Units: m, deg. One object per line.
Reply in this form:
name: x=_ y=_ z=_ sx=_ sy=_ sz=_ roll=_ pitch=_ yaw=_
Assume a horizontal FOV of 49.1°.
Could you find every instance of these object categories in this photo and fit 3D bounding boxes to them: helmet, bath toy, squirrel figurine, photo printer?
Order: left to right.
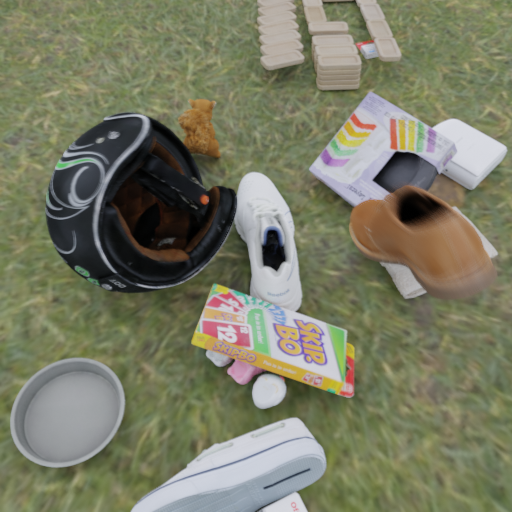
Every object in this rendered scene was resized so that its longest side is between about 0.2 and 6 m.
helmet: x=-1.919 y=-0.844 z=8.898 sx=2.844 sy=2.844 sz=2.712 roll=-34 pitch=28 yaw=-22
squirrel figurine: x=-1.073 y=-2.509 z=10.830 sx=0.812 sy=1.147 sz=1.070 roll=8 pitch=96 yaw=2
bath toy: x=-0.147 y=1.604 z=8.474 sx=1.652 sy=0.611 sz=0.718 roll=41 pitch=93 yaw=27
photo printer: x=4.027 y=-2.084 z=11.129 sx=1.443 sy=0.501 sz=1.201 roll=39 pitch=63 yaw=24

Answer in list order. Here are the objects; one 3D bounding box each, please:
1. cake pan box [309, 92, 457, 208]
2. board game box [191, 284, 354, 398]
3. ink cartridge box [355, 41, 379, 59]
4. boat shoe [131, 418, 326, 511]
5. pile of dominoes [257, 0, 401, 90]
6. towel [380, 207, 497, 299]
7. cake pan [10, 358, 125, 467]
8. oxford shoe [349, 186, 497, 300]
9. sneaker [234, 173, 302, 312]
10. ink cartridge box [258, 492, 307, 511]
cake pan box: x=2.311 y=-1.714 z=10.284 sx=2.060 sy=0.539 sz=1.897 roll=44 pitch=100 yaw=28
board game box: x=0.358 y=1.248 z=8.363 sx=2.452 sy=0.368 sz=1.172 roll=22 pitch=34 yaw=-4
ink cartridge box: x=2.839 y=-5.031 z=13.442 sx=0.720 sy=0.161 sz=0.634 roll=-15 pitch=57 yaw=-11
boat shoe: x=-0.399 y=2.963 z=7.440 sx=2.626 sy=0.966 sz=0.877 roll=-15 pitch=29 yaw=-11
pile of dominoes: x=1.590 y=-5.355 z=13.646 sx=3.122 sy=0.638 sz=4.006 roll=-2 pitch=46 yaw=-1
towel: x=3.077 y=-0.089 z=9.818 sx=1.970 sy=0.340 sz=1.306 roll=-19 pitch=55 yaw=-14
cake pan: x=-2.702 y=2.281 z=8.152 sx=1.612 sy=0.296 sz=1.612 roll=0 pitch=54 yaw=0
oxford shoe: x=2.151 y=-0.521 z=8.045 sx=1.191 sy=1.191 sz=3.340 roll=-29 pitch=18 yaw=-6
sneaker: x=0.247 y=-0.426 z=9.503 sx=1.073 sy=1.254 sz=2.879 roll=-10 pitch=54 yaw=-6
ink cartridge box: x=0.199 y=3.651 z=7.068 sx=1.115 sy=0.470 sz=0.814 roll=-20 pitch=57 yaw=-14
